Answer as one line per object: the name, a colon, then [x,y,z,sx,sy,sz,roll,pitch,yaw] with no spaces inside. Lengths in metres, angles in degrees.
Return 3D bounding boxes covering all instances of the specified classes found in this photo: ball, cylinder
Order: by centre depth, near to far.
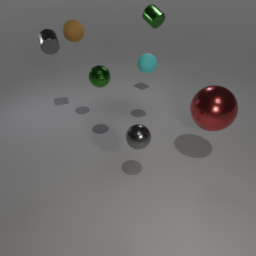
ball: [0.282,0.240,7.663,0.700,0.700,0.700,0,31,0]
ball: [2.603,-0.595,8.513,1.400,1.400,1.400,0,31,0]
ball: [-0.897,-1.628,8.847,0.700,0.700,0.700,0,31,0]
ball: [-1.783,-3.173,9.166,0.700,0.700,0.700,0,31,0]
ball: [0.695,-2.315,10.051,0.700,0.700,0.700,0,31,0]
cylinder: [-2.999,-3.268,10.630,0.700,0.700,0.700,-10,51,-17]
cylinder: [1.070,-4.633,11.647,0.700,0.700,0.700,-26,69,-36]
